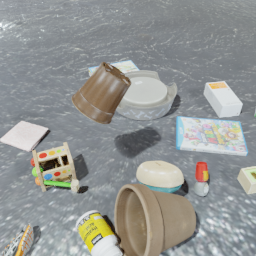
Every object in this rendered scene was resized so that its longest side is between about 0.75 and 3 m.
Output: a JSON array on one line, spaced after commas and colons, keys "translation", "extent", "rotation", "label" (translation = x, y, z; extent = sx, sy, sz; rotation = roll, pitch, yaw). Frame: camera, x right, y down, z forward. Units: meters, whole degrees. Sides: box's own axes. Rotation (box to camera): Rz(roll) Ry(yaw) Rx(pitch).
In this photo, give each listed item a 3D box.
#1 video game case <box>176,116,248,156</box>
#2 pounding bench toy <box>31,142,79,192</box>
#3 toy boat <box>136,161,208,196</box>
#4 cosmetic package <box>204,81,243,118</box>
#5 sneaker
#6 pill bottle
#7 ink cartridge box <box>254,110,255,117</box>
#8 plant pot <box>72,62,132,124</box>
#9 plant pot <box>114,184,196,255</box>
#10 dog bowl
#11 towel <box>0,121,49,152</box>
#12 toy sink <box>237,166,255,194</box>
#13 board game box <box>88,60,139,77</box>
[{"translation": [3.030, 0.254, 10.406], "extent": [2.432, 0.216, 1.741], "rotation": [5, 41, 6], "label": "video game case"}, {"translation": [-2.232, 1.393, 8.505], "extent": [1.206, 0.960, 1.546], "rotation": [-15, 43, -16], "label": "pounding bench toy"}, {"translation": [1.357, 1.546, 8.229], "extent": [2.166, 1.006, 1.821], "rotation": [-1, 4, -8], "label": "toy boat"}, {"translation": [3.967, -1.236, 11.829], "extent": [0.892, 0.627, 1.758], "rotation": [-7, 42, -8], "label": "cosmetic package"}, {"translation": [-2.796, 3.001, 6.988], "extent": [0.519, 0.526, 1.343], "rotation": [3, 41, 11], "label": "sneaker"}, {"translation": [-0.712, 2.789, 7.058], "extent": [0.729, 0.729, 1.311], "rotation": [-25, 47, -26], "label": "pill bottle"}, {"translation": [5.947, -0.759, 11.307], "extent": [1.378, 0.572, 1.010], "rotation": [17, 44, 19], "label": "ink cartridge box"}, {"translation": [-0.639, -0.985, 7.531], "extent": [1.281, 1.268, 1.281], "rotation": [33, 21, -14], "label": "plant pot"}, {"translation": [0.750, 2.323, 7.002], "extent": [1.639, 1.879, 1.879], "rotation": [3, 37, -26], "label": "plant pot"}, {"translation": [0.614, -1.392, 11.852], "extent": [2.848, 0.835, 2.848], "rotation": [0, 40, 0], "label": "dog bowl"}, {"translation": [-3.806, 0.288, 10.377], "extent": [1.303, 0.210, 1.244], "rotation": [15, 42, 17], "label": "towel"}, {"translation": [4.024, 1.555, 8.629], "extent": [0.977, 0.548, 0.637], "rotation": [-7, 41, -8], "label": "toy sink"}, {"translation": [-0.624, -2.627, 13.633], "extent": [2.258, 0.386, 1.518], "rotation": [-14, 42, -16], "label": "board game box"}]
